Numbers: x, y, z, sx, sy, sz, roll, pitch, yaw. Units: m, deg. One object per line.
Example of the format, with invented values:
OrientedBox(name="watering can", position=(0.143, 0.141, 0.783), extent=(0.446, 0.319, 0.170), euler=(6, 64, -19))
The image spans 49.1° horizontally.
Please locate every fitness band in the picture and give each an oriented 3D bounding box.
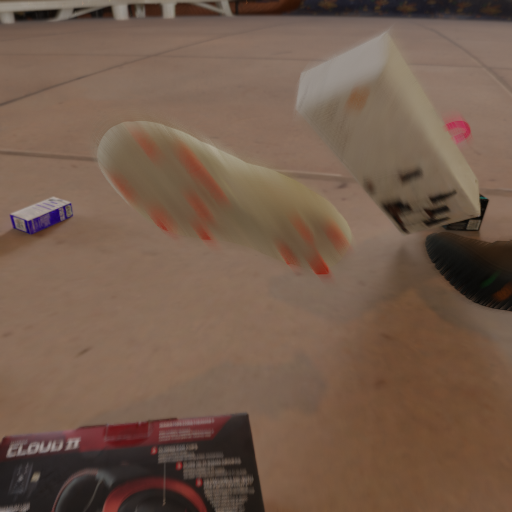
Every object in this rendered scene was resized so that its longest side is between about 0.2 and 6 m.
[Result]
OrientedBox(name="fitness band", position=(3.189, -2.008, 9.319), extent=(0.720, 0.135, 0.517), euler=(-22, 36, 12))

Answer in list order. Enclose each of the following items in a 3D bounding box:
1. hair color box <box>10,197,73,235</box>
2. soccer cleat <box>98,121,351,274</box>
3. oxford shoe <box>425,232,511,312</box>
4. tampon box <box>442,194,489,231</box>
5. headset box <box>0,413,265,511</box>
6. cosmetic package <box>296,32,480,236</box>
OrientedBox(name="hair color box", position=(-3.819, -0.727, 10.010), extent=(0.517, 0.306, 0.945), euler=(17, 35, 30))
OrientedBox(name="soccer cleat", position=(-0.276, -0.605, 5.754), extent=(2.739, 0.949, 1.062), euler=(22, 25, -19))
OrientedBox(name="oxford shoe", position=(3.271, 0.170, 7.284), extent=(0.986, 0.849, 2.335), euler=(-37, 41, -19))
OrientedBox(name="tampon box", position=(3.497, -0.913, 9.955), extent=(0.714, 0.601, 0.953), euler=(0, 27, -15))
OrientedBox(name="headset box", position=(-0.878, 2.224, 3.784), extent=(1.981, 1.000, 2.666), euler=(-4, 29, -7))
OrientedBox(name="cosmetic package", position=(2.063, -1.574, 8.263), extent=(1.353, 3.277, 0.830), euler=(-18, 49, 35))
